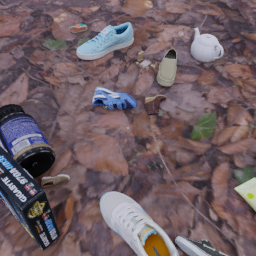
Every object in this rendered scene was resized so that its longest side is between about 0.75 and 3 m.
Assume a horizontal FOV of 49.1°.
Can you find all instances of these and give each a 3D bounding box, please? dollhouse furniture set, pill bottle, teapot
[{"bbox_3d":[0.782,-2.892,12.269,0.958,0.424,0.496,39,63,24],"label":"dollhouse furniture set"},{"bbox_3d":[-3.536,0.364,9.305,1.377,1.377,2.463,-28,59,-19],"label":"pill bottle"},{"bbox_3d":[3.512,-3.677,12.465,1.401,1.023,1.383,11,55,7],"label":"teapot"}]

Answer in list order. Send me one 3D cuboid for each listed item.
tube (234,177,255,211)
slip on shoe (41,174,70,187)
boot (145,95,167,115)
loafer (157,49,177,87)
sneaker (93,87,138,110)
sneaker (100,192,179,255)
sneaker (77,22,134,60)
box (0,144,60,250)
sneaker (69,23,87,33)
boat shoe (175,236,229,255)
[{"bbox_3d":[4.185,2.478,8.350,0.618,0.553,2.129,10,37,-42],"label":"tube"},{"bbox_3d":[-2.319,1.700,8.948,0.908,0.345,0.275,-3,42,-2],"label":"slip on shoe"},{"bbox_3d":[1.130,-0.877,10.946,0.913,0.330,0.759,-8,67,-7],"label":"boot"},{"bbox_3d":[1.680,-2.614,11.892,0.774,0.698,2.045,8,55,6],"label":"loafer"},{"bbox_3d":[-0.525,-0.985,10.770,1.845,0.682,0.759,15,59,18],"label":"sneaker"},{"bbox_3d":[0.299,2.745,7.731,1.106,1.167,2.890,-39,62,-23],"label":"sneaker"},{"bbox_3d":[-1.060,-4.072,12.658,2.864,1.173,1.059,-28,58,-19],"label":"sneaker"},{"bbox_3d":[-2.880,1.787,7.378,2.260,2.843,0.654,37,57,23],"label":"box"},{"bbox_3d":[-2.489,-4.965,13.855,0.924,0.330,0.369,-9,50,-13],"label":"sneaker"},{"bbox_3d":[2.084,3.366,7.686,1.623,0.574,0.517,29,59,11],"label":"boat shoe"}]
